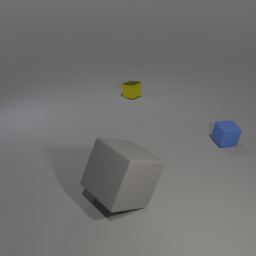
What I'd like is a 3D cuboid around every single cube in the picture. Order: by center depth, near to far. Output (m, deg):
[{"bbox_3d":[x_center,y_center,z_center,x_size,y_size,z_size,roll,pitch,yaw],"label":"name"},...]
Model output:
[{"bbox_3d":[-0.146,1.198,7.429,1.400,1.400,1.400,10,15,-47],"label":"cube"},{"bbox_3d":[3.606,0.204,10.287,0.700,0.700,0.700,-4,33,-13],"label":"cube"},{"bbox_3d":[0.186,-1.950,14.149,0.700,0.700,0.700,16,32,40],"label":"cube"}]
